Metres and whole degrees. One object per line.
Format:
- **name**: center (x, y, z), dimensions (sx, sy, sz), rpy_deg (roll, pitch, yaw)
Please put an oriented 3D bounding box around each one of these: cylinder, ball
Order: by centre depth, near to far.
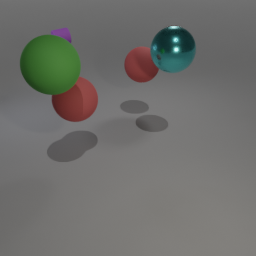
- **ball**: center (-1.838, -1.496, 6.697), dimensions (1.400, 1.400, 1.400), rpy_deg (0, 29, 0)
- **ball**: center (-1.620, -0.884, 8.590), dimensions (1.400, 1.400, 1.400), rpy_deg (0, 29, 0)
- **ball**: center (1.381, -2.398, 8.627), dimensions (1.400, 1.400, 1.400), rpy_deg (0, 29, 0)
- **ball**: center (0.553, -2.515, 11.162), dimensions (1.400, 1.400, 1.400), rpy_deg (0, 29, 0)
- **cylinder**: center (-2.952, -4.015, 12.379), dimensions (0.700, 0.700, 0.700), rpy_deg (-21, 34, -21)
